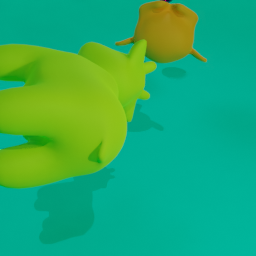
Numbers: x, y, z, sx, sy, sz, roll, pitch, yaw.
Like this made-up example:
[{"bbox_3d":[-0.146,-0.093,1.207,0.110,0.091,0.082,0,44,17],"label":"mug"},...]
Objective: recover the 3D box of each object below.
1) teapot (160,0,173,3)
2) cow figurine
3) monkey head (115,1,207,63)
[{"bbox_3d":[0.958,-3.900,7.476,0.733,0.930,1.496,3,65,-13],"label":"teapot"},{"bbox_3d":[-0.311,-0.251,2.428,1.657,0.924,1.684,-3,31,-24],"label":"cow figurine"},{"bbox_3d":[0.638,-1.656,4.946,1.622,0.978,1.167,11,19,3],"label":"monkey head"}]
